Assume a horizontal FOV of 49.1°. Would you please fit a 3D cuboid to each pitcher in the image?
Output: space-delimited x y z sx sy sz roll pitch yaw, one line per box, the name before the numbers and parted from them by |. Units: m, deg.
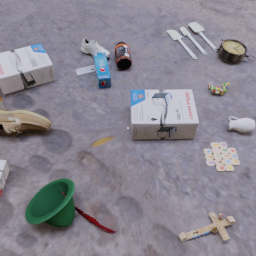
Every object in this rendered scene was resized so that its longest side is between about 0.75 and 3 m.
pitcher | 4.377 -0.181 10.837 0.930 0.564 0.798 3 40 16

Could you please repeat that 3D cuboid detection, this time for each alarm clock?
alarm clock | 5.160 -3.595 13.377 1.863 0.620 1.256 26 53 17

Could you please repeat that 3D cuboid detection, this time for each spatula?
spatula | 3.396 -4.531 14.377 1.859 0.215 2.673 -18 54 -15

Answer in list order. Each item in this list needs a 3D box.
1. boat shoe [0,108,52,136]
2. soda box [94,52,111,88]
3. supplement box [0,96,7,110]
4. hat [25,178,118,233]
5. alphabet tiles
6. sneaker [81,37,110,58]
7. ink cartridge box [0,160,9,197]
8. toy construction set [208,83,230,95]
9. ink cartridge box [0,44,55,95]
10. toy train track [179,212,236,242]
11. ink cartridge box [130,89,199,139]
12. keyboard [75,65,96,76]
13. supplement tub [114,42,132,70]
boat shoe | -4.301 -0.137 10.544 2.821 1.005 0.910 7 68 2
soda box | -1.165 -2.622 12.589 0.555 0.586 1.729 -6 55 -9
supplement box | -5.829 -1.632 11.397 0.790 1.354 2.149 -27 56 -21
hat | -1.886 2.821 8.694 1.715 1.823 2.071 -41 27 -20
alphabet tiles | 3.387 1.033 10.139 1.191 0.089 1.218 -1 52 -1
sneaker | -1.593 -3.819 13.495 1.634 0.712 0.609 24 49 16
ink cartridge box | -4.303 1.635 9.231 0.420 0.724 1.003 9 51 -7
toy construction set | 3.882 -1.723 12.066 0.901 0.415 0.591 9 76 16
ink cartridge box | -4.633 -2.630 12.322 2.328 0.980 1.683 -20 56 -20
toy train track | 2.363 2.964 8.371 1.750 0.285 1.004 -18 35 -5
ink cartridge box | 1.314 -0.539 10.760 2.432 1.044 1.781 -2 52 0
keyboard | -1.679 -2.764 13.102 1.526 0.081 0.430 -17 59 -12
supplement tub | -0.244 -3.455 13.196 0.761 0.761 1.422 -5 53 -4
